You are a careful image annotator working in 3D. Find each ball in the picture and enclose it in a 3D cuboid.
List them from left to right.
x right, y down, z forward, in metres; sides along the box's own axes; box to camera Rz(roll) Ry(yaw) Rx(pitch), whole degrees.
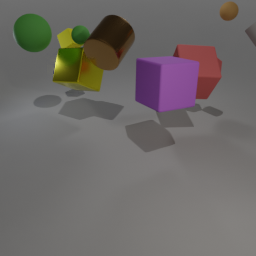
[{"bbox_3d":[-3.633,-3.612,10.683,1.400,1.400,1.400,0,30,0],"label":"ball"},{"bbox_3d":[-1.796,-3.517,10.604,0.700,0.700,0.700,0,30,0],"label":"ball"},{"bbox_3d":[3.921,-4.534,10.877,0.700,0.700,0.700,0,30,0],"label":"ball"}]

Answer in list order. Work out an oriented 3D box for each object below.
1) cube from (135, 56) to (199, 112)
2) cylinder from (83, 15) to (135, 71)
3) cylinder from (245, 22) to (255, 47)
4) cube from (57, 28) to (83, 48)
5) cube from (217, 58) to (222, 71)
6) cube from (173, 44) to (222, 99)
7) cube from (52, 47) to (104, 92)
[{"bbox_3d":[1.175,-1.420,8.752,1.400,1.400,1.400,-11,24,-28],"label":"cube"},{"bbox_3d":[-0.654,-3.019,9.965,1.400,1.400,1.400,15,59,24],"label":"cylinder"},{"bbox_3d":[4.447,-3.218,9.430,0.700,0.700,0.700,-32,87,-43],"label":"cylinder"},{"bbox_3d":[-2.496,-3.799,12.120,0.700,0.700,0.700,-20,-2,32],"label":"cube"},{"bbox_3d":[3.329,-2.447,11.379,0.700,0.700,0.700,5,-3,40],"label":"cube"},{"bbox_3d":[2.359,-2.010,10.192,1.400,1.400,1.400,1,62,-7],"label":"cube"},{"bbox_3d":[-1.963,-2.339,11.341,1.400,1.400,1.400,9,-3,33],"label":"cube"}]
